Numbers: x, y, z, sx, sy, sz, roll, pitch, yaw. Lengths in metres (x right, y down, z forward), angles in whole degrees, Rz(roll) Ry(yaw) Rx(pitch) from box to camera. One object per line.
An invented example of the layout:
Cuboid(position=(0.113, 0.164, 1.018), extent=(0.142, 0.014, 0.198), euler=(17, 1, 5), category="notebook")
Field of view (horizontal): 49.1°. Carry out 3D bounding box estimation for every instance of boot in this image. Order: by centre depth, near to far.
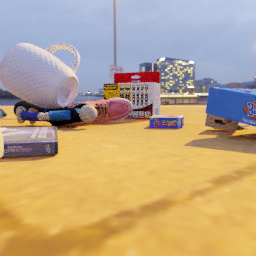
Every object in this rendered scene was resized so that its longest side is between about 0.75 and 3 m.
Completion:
Cuboid(position=(-3.788, -0.846, 12.641), extent=(1.737, 0.790, 2.068), euler=(-1, -2, 31), category="boot")

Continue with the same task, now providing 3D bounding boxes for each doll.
Cuboid(position=(-2.116, -0.362, 8.435), extent=(2.589, 0.627, 1.766), euler=(1, -1, 23), category="doll")

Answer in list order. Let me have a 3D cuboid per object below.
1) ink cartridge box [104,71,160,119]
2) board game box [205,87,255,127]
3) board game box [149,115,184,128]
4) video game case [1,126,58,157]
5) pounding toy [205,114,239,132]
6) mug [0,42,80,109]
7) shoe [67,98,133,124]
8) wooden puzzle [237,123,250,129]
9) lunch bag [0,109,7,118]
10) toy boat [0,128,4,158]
Cuboid(position=(0.162, -1.448, 12.265), extent=(2.367, 2.078, 0.992), euler=(2, 6, 25), category="ink cartridge box")
Cuboid(position=(3.433, -0.312, 5.644), extent=(2.204, 0.652, 2.898), euler=(-4, 17, -34), category="board game box")
Cuboid(position=(1.237, -0.213, 8.711), extent=(0.950, 0.316, 1.413), euler=(1, 6, 13), category="board game box")
Cuboid(position=(-2.706, 0.208, 4.620), extent=(2.994, 0.284, 2.139), euler=(0, 5, -15), category="video game case")
Cuboid(position=(2.552, -0.160, 7.145), extent=(1.077, 0.561, 1.226), euler=(14, 17, 25), category="pounding toy")
Cuboid(position=(-2.603, -1.829, 9.255), extent=(2.121, 2.419, 1.786), euler=(27, -17, 21), category="mug")
Cuboid(position=(-1.010, -0.548, 9.719), extent=(2.440, 0.872, 1.110), euler=(-6, 7, -3), category="shoe")
Cuboid(position=(3.022, -0.072, 8.094), extent=(0.762, 0.176, 0.706), euler=(11, 12, 42), category="wooden puzzle")
Cuboid(position=(-5.891, -0.652, 12.489), extent=(0.660, 0.473, 0.775), euler=(4, -1, 36), category="lunch bag")
Cuboid(position=(-2.343, 0.144, 1.600), extent=(2.260, 1.249, 2.689), euler=(8, 1, 29), category="toy boat")
